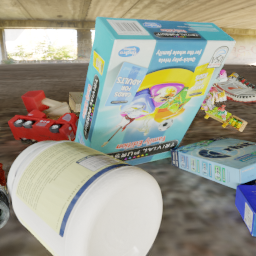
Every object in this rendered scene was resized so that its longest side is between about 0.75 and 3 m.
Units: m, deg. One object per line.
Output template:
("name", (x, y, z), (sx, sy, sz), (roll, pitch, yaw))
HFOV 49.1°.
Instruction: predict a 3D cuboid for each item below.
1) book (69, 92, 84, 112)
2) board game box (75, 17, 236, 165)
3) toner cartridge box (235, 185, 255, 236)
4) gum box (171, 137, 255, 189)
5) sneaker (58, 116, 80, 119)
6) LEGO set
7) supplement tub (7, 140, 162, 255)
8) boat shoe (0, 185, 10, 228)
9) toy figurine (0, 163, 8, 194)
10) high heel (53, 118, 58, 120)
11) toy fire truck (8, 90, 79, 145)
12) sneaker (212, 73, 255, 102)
("book", (-0.944, -0.976, 10.916), (2.455, 0.590, 1.640), (-3, 18, -20))
("board game box", (0.287, -0.405, 4.825), (2.085, 2.761, 0.648), (-9, 49, -28))
("toner cartridge box", (2.366, 1.106, 3.741), (1.611, 0.348, 0.765), (1, 17, 5))
("gum box", (1.875, 0.560, 5.200), (1.427, 0.374, 1.680), (-11, 11, -27))
("sneaker", (-1.297, -0.111, 7.764), (1.490, 0.544, 0.575), (14, 12, 34))
("LEGO set", (2.648, -0.895, 8.437), (1.120, 0.906, 2.434), (-21, 44, 20))
("supplement tub", (-0.566, 0.813, 3.216), (1.189, 1.189, 1.641), (-14, 22, -41))
("boat shoe", (-2.422, 1.098, 2.901), (2.242, 0.828, 0.766), (-2, 7, -26))
("toy figurine", (-2.240, 0.930, 3.982), (0.914, 0.636, 0.899), (-1, 21, -9))
("high heel", (-2.284, -0.183, 8.542), (1.369, 0.489, 0.976), (-15, -12, 5))
("toy fire truck", (-2.083, -0.293, 7.276), (2.414, 0.588, 1.702), (7, 37, 24))
("sneaker", (4.927, -1.828, 12.516), (2.963, 1.217, 1.153), (13, 21, 37))
